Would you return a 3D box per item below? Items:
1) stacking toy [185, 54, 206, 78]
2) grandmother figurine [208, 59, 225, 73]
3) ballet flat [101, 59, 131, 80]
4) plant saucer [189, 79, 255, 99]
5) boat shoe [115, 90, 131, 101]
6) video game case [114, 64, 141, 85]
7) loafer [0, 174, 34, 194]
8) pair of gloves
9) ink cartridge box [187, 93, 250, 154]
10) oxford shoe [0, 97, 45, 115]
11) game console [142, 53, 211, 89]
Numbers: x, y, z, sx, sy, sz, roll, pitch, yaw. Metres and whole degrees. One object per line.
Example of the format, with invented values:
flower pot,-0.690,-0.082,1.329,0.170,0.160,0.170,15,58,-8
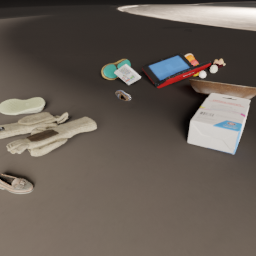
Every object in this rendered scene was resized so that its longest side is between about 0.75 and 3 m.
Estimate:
stacking toy,3.400,-3.032,14.436,1.090,1.090,1.492,-22,54,-34
grandmother figurine,4.860,-3.401,15.392,0.938,0.469,1.547,-11,22,38
ballet flat,-0.736,-2.940,14.439,0.754,0.821,2.393,-13,14,40
plant saucer,3.854,-1.554,11.361,2.848,0.521,2.848,7,11,-1
boat shoe,-0.266,-1.381,11.930,0.837,0.302,0.303,24,39,36
video game case,-0.030,-2.395,12.619,1.004,0.914,0.119,-18,40,57
loafer,-2.889,1.383,7.022,1.056,0.332,0.380,7,30,12
pair of gloves,-2.618,0.117,8.602,2.491,0.514,2.929,-23,25,-34
ink cartridge box,3.116,-0.263,9.369,1.472,0.867,2.557,15,33,24
oxford shoe,-4.023,-0.792,10.721,1.765,0.510,0.663,-8,73,-3
game console,2.193,-2.904,12.998,2.404,1.427,2.072,-23,-1,-17
